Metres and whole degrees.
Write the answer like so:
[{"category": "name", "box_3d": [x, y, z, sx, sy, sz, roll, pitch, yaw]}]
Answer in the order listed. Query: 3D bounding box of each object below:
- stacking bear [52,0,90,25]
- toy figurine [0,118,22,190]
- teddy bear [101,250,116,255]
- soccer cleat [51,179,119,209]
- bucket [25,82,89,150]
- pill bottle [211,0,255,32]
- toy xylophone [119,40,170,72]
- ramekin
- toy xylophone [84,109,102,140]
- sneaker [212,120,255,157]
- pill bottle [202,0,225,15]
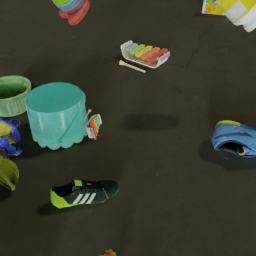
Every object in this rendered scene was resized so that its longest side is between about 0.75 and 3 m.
[{"category": "stacking bear", "box_3d": [-2.170, -4.509, 9.010, 1.100, 1.935, 1.175, -45, 54, 0]}, {"category": "toy figurine", "box_3d": [-3.508, 0.152, 7.472, 2.995, 1.580, 1.794, 23, 39, 24]}, {"category": "teddy bear", "box_3d": [-0.478, 1.923, 3.784, 0.761, 1.049, 0.350, -40, 80, -19]}, {"category": "soccer cleat", "box_3d": [-0.989, 1.449, 6.500, 1.599, 0.648, 0.540, -10, 41, -12]}, {"category": "bucket", "box_3d": [-2.078, -0.429, 8.325, 1.895, 1.233, 1.895, 0, 40, 0]}, {"category": "pill bottle", "box_3d": [3.139, -3.494, 7.949, 1.516, 0.849, 0.849, 40, 42, -11]}, {"category": "toy xylophone", "box_3d": [0.625, -3.092, 12.073, 2.225, 0.559, 1.629, 19, 44, 22]}, {"category": "ramekin", "box_3d": [-3.998, -1.064, 9.458, 1.548, 0.756, 1.548, 0, 40, 0]}, {"category": "toy xylophone", "box_3d": [-1.060, -0.128, 8.409, 0.243, 0.707, 0.966, -6, 37, 13]}, {"category": "sneaker", "box_3d": [3.587, 0.479, 7.605, 2.556, 0.843, 1.002, 8, 48, 12]}, {"category": "pill bottle", "box_3d": [5.487, -7.416, 16.932, 1.860, 1.033, 1.033, 9, 40, 10]}]
